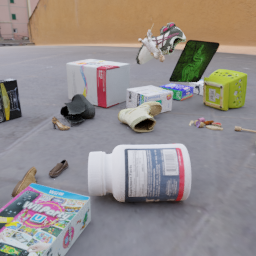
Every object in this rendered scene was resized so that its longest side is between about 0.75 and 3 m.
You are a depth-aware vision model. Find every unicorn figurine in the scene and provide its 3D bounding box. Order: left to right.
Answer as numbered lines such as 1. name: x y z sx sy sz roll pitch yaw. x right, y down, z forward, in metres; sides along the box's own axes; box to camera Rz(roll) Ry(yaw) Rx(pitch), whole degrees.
1. unicorn figurine: 0.924 -3.320 11.128 0.656 1.776 1.220 -22 -2 20

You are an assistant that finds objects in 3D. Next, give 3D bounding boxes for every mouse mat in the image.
1. mouse mat: 3.161 -3.127 13.456 1.896 2.356 0.089 -3 49 -24

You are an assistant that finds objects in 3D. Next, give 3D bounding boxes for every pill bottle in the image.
1. pill bottle: 0.242 1.096 6.895 2.343 1.401 1.401 -1 22 -2

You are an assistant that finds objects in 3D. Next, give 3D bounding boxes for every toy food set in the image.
1. toy food set: 3.309 -0.205 11.786 1.382 0.218 0.879 8 23 19

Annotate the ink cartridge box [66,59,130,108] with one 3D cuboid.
1. ink cartridge box: -1.607 -2.487 15.072 2.827 2.045 2.054 14 26 32

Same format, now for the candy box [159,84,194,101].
1. candy box: 2.751 -2.087 16.024 1.567 0.604 1.325 17 25 38

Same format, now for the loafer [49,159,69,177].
1. loafer: -2.057 1.161 8.236 0.296 0.288 0.810 8 23 19

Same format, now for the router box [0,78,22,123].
1. router box: -5.426 -1.167 12.149 0.455 1.743 1.371 16 26 35

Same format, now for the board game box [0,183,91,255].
1. board game box: -1.903 2.044 5.494 1.570 0.684 2.128 8 23 18

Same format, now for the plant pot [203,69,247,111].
1. plant pot: 4.745 -1.868 14.091 1.572 1.732 1.724 -23 30 -29

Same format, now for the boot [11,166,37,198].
1. boot: -2.604 1.482 7.419 0.496 0.484 1.314 24 19 -9

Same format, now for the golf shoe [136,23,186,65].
1. golf shoe: 1.531 -3.888 13.416 1.158 2.630 1.015 49 1 22

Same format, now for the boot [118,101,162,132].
1. boot: 0.811 -0.464 11.729 2.088 0.752 1.614 -15 25 -21

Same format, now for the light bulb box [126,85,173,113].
1. light bulb box: 1.025 -1.361 13.606 1.621 1.021 1.636 -14 26 -33

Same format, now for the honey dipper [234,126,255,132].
1. honey dipper: 4.765 0.099 11.116 1.003 0.190 0.190 12 24 18

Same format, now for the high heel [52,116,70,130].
1. high heel: -2.714 -0.191 11.317 0.754 0.537 0.269 4 22 10

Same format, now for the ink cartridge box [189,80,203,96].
1. ink cartridge box: 4.579 -2.393 16.716 1.129 0.652 1.556 -11 24 -26

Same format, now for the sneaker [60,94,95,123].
1. sneaker: -2.466 -0.924 12.773 1.423 0.819 2.728 -7 26 -30
